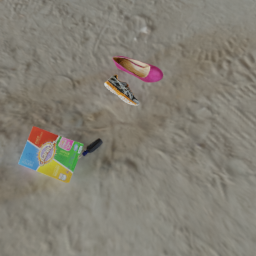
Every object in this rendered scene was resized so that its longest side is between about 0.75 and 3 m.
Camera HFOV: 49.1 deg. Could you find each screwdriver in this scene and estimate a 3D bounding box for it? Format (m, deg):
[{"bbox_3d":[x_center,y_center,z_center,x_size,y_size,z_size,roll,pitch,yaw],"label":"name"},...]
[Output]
[{"bbox_3d":[-1.431,0.903,8.264,1.723,0.240,0.251,-42,46,-16],"label":"screwdriver"}]

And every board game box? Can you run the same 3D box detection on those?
[{"bbox_3d":[-2.205,0.751,8.032,1.544,0.311,1.181,18,84,10],"label":"board game box"}]

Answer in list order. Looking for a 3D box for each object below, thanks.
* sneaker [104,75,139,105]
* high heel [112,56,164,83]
[{"bbox_3d":[-0.112,-1.171,8.831,1.278,0.500,0.493,38,80,-15],"label":"sneaker"},{"bbox_3d":[0.299,-1.960,9.060,1.793,0.860,0.604,34,101,39],"label":"high heel"}]
